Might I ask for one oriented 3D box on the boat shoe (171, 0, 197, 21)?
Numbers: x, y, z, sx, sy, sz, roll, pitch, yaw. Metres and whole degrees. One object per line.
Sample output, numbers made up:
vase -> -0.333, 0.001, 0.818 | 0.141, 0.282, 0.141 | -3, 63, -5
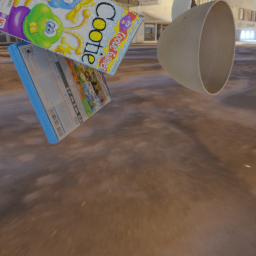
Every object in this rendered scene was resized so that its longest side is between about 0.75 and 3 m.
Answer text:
boat shoe -> 2.035, -3.556, 9.290 | 0.753, 2.531, 0.909 | 13, -29, -30

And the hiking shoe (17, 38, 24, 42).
hiking shoe -> -3.416, -3.522, 10.100 | 0.602, 0.453, 1.196 | 11, 57, 41

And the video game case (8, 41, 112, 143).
video game case -> -1.167, -1.005, 5.733 | 0.220, 1.771, 2.474 | -11, 19, 26

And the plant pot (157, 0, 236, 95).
plant pot -> 1.534, -1.896, 6.761 | 1.399, 2.084, 2.084 | 12, 23, 37

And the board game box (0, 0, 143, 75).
board game box -> -1.039, -1.885, 4.560 | 2.151, 1.108, 1.128 | 14, 27, -38
